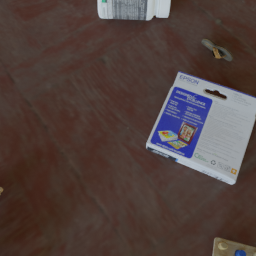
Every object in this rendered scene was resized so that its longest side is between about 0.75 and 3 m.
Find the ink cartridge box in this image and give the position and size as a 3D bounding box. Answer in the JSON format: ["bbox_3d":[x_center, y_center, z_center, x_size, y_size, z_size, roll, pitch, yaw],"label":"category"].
[{"bbox_3d":[2.179,-0.090,8.069,2.562,0.609,2.593,22,69,11],"label":"ink cartridge box"}]

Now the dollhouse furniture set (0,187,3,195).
[{"bbox_3d":[-4.397,2.121,7.025,1.900,1.236,1.745,22,66,-13],"label":"dollhouse furniture set"}]

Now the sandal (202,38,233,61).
[{"bbox_3d":[2.932,-2.561,9.346,1.250,0.511,0.341,39,88,15],"label":"sandal"}]

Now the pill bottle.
[{"bbox_3d":[0.218,-4.490,9.730,2.433,1.376,1.376,3,65,1],"label":"pill bottle"}]

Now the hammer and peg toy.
[{"bbox_3d":[2.791,3.333,6.532,1.671,0.589,1.229,12,64,6],"label":"hammer and peg toy"}]
